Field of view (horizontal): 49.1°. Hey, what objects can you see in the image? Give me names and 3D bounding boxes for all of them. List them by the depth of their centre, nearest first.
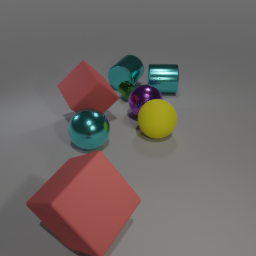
[{"bbox_3d":[-0.896,1.501,5.691,1.400,1.400,1.400,-18,24,51],"label":"cube"},{"bbox_3d":[-1.300,0.035,9.434,1.400,1.400,1.400,0,30,0],"label":"ball"},{"bbox_3d":[1.050,-0.327,10.031,1.400,1.400,1.400,0,30,0],"label":"ball"},{"bbox_3d":[-1.470,-1.344,10.424,1.400,1.400,1.400,-42,56,10],"label":"cube"},{"bbox_3d":[0.716,-1.062,11.350,1.400,1.400,1.400,0,30,0],"label":"ball"},{"bbox_3d":[0.002,-1.743,12.986,0.700,0.700,0.700,-17,40,-26],"label":"cylinder"},{"bbox_3d":[1.679,-2.393,13.604,1.400,1.400,1.400,1,30,2],"label":"cylinder"},{"bbox_3d":[-0.081,-2.763,14.070,1.400,1.400,1.400,14,41,22],"label":"cylinder"}]
